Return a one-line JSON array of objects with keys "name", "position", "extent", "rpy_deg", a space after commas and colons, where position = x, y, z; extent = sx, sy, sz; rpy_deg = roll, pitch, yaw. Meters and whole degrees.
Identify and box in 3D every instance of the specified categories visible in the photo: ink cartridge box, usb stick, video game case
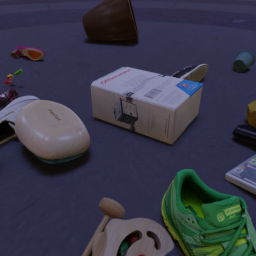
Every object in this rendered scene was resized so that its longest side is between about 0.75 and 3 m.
[{"name": "ink cartridge box", "position": [0.535, -0.803, 8.132], "extent": [2.642, 1.135, 1.935], "rpy_deg": [18, 35, 28]}, {"name": "usb stick", "position": [3.651, 0.392, 6.739], "extent": [0.624, 0.367, 2.249], "rpy_deg": [-8, 23, -42]}, {"name": "video game case", "position": [3.211, 1.044, 5.824], "extent": [1.542, 0.198, 1.696], "rpy_deg": [-21, 28, -31]}]

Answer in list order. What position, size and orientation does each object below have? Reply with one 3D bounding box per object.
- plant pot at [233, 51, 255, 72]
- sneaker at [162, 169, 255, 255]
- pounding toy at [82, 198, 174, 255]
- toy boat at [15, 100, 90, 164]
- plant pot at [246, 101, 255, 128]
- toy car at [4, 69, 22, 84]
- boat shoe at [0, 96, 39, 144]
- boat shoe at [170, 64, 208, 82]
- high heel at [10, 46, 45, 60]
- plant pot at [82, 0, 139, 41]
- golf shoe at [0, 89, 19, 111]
[{"name": "plant pot", "position": [4.797, -2.748, 11.746], "extent": [0.751, 0.751, 0.736], "rpy_deg": [23, 47, 33]}, {"name": "sneaker", "position": [1.388, 1.679, 4.082], "extent": [1.058, 1.193, 2.856], "rpy_deg": [-15, 35, -24]}, {"name": "pounding toy", "position": [-0.054, 2.046, 4.178], "extent": [1.107, 1.110, 1.935], "rpy_deg": [24, 39, -15]}, {"name": "toy boat", "position": [-2.347, 0.244, 6.630], "extent": [2.631, 1.223, 2.212], "rpy_deg": [-11, 37, -31]}, {"name": "plant pot", "position": [3.789, -0.392, 7.913], "extent": [0.756, 0.739, 0.734], "rpy_deg": [1, 31, 12]}, {"name": "toy car", "position": [-4.092, -1.876, 10.110], "extent": [0.722, 0.171, 0.767], "rpy_deg": [-32, 33, 5]}, {"name": "boat shoe", "position": [-3.110, -0.108, 7.359], "extent": [0.760, 0.832, 2.313], "rpy_deg": [27, 40, 27]}, {"name": "boat shoe", "position": [2.269, -1.978, 10.499], "extent": [1.959, 0.724, 0.591], "rpy_deg": [-34, 50, -31]}, {"name": "high heel", "position": [-4.564, -3.627, 13.203], "extent": [1.870, 0.630, 0.897], "rpy_deg": [0, 40, 24]}, {"name": "plant pot", "position": [-1.027, -5.908, 15.499], "extent": [2.743, 2.563, 2.563], "rpy_deg": [-13, 31, 9]}, {"name": "golf shoe", "position": [-3.946, -0.735, 8.729], "extent": [0.628, 0.495, 1.364], "rpy_deg": [-23, 22, 18]}]
